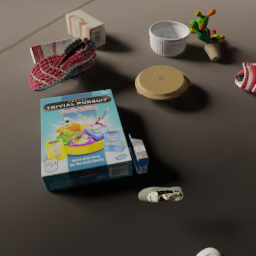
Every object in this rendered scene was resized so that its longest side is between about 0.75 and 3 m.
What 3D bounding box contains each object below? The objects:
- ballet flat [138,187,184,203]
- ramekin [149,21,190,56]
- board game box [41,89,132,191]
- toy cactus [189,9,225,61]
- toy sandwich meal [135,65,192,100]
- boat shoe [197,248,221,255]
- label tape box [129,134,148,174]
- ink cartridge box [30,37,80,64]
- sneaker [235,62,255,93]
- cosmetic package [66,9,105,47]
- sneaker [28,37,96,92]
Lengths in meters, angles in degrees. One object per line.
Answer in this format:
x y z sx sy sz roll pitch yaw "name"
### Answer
0.715 1.445 6.017 0.987 0.333 0.314 -6 11 1 "ballet flat"
1.637 -3.595 11.361 1.593 0.836 1.593 0 46 0 "ramekin"
-1.270 0.172 7.853 2.188 0.680 2.898 -9 47 -9 "board game box"
3.265 -3.585 11.075 1.148 2.244 1.852 -24 74 28 "toy cactus"
1.160 -1.448 9.490 1.908 0.653 1.908 -2 48 2 "toy sandwich meal"
1.300 2.967 5.201 0.641 0.631 1.808 31 53 26 "boat shoe"
0.273 0.658 7.403 0.286 0.651 0.903 -10 47 -10 "label tape box"
-2.687 -2.915 10.551 1.809 0.611 1.054 -18 16 -16 "ink cartridge box"
4.620 -2.095 9.907 1.359 0.861 2.417 19 51 13 "sneaker"
-1.809 -4.216 11.904 0.782 0.927 1.793 -31 53 -26 "cosmetic package"
-2.118 -1.989 9.600 2.661 0.993 1.073 -36 65 -19 "sneaker"
